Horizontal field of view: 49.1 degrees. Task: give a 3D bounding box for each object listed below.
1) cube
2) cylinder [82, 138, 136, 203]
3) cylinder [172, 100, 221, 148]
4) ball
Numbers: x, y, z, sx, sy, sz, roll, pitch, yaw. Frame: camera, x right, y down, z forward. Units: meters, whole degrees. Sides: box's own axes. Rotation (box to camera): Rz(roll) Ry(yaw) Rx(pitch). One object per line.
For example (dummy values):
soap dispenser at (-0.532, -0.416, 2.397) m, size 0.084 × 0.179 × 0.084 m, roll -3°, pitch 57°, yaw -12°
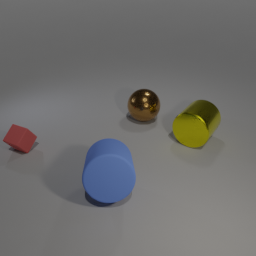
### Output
cube at (-3.833, 0.381, 9.973) m, size 0.700 × 0.700 × 0.700 m, roll 15°, pitch 68°, yaw 22°
cylinder at (-0.535, 1.152, 7.892) m, size 1.400 × 1.400 × 1.400 m, roll -2°, pitch 15°, yaw -3°
cylinder at (2.585, -0.182, 10.516) m, size 1.400 × 1.400 × 1.400 m, roll 18°, pitch 35°, yaw 29°
ball at (0.674, -0.963, 11.875) m, size 1.400 × 1.400 × 1.400 m, roll 0°, pitch 30°, yaw 0°
